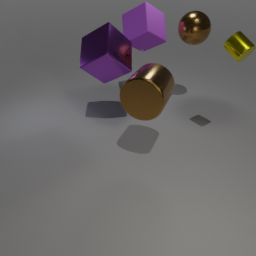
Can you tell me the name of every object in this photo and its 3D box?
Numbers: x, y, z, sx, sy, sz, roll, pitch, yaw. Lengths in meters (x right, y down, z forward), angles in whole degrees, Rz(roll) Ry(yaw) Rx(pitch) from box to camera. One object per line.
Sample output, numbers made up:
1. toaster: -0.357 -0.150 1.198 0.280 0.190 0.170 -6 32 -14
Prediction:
1. ball: 2.857 -4.292 12.056 1.400 1.400 1.400 0 31 0
2. cylinder: 0.630 -1.154 8.783 1.400 1.400 1.400 11 34 18
3. cube: -0.805 -2.752 10.486 1.400 1.400 1.400 -16 62 34
4. cube: 0.724 -4.457 12.517 1.400 1.400 1.400 -12 -13 40
5. cylinder: 3.536 -2.581 8.913 0.700 0.700 0.700 -24 70 -34
